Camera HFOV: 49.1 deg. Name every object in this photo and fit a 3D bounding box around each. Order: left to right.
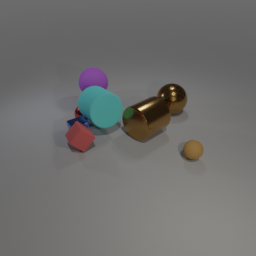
[{"bbox_3d":[-1.916,0.038,11.004,0.700,0.700,0.700,-21,34,-19],"label":"cube"},{"bbox_3d":[-1.757,0.306,10.275,0.700,0.700,0.700,34,9,-37],"label":"cube"},{"bbox_3d":[-1.986,-0.636,12.184,0.700,0.700,0.700,0,32,0],"label":"ball"},{"bbox_3d":[-1.649,-2.180,13.375,1.400,1.400,1.400,0,32,0],"label":"ball"},{"bbox_3d":[-1.127,-0.866,11.251,1.400,1.400,1.400,-16,27,-24],"label":"cylinder"},{"bbox_3d":[0.734,-0.396,11.121,1.400,1.400,1.400,-27,41,-36],"label":"cylinder"},{"bbox_3d":[1.976,-1.315,12.670,1.400,1.400,1.400,0,32,0],"label":"ball"},{"bbox_3d":[2.292,0.763,9.833,0.700,0.700,0.700,0,32,0],"label":"ball"}]
